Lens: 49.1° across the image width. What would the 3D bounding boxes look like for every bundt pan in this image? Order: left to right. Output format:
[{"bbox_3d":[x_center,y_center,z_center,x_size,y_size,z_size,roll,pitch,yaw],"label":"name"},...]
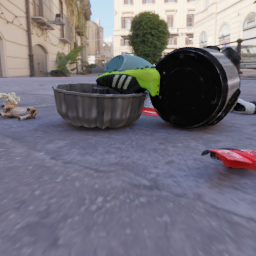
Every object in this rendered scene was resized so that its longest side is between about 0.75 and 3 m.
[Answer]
[{"bbox_3d":[-0.854,-0.718,8.779,2.969,1.114,2.969,3,14,-1],"label":"bundt pan"}]

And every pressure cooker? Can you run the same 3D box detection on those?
[{"bbox_3d":[2.219,-1.341,8.771,2.399,2.437,2.728,4,13,31],"label":"pressure cooker"}]

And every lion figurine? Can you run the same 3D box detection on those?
[{"bbox_3d":[-3.804,-0.591,9.959,1.749,0.634,1.071,17,8,11],"label":"lion figurine"}]

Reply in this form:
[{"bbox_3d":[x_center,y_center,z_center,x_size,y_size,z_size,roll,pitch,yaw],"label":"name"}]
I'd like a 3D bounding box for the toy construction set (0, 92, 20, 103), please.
[{"bbox_3d":[-5.800,-1.312,12.164,1.299,0.912,1.981,-20,-9,33],"label":"toy construction set"}]

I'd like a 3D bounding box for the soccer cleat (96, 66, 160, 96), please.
[{"bbox_3d":[-0.088,-1.272,8.323,2.308,0.935,0.779,3,10,39],"label":"soccer cleat"}]

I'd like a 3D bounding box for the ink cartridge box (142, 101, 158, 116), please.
[{"bbox_3d":[1.223,-0.863,11.304,1.818,0.455,1.463,-8,15,-39],"label":"ink cartridge box"}]

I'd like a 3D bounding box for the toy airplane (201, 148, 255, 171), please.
[{"bbox_3d":[2.210,0.598,4.776,1.950,0.359,1.950,7,2,0],"label":"toy airplane"}]

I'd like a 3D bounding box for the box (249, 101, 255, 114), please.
[{"bbox_3d":[5.257,-0.817,10.946,0.894,0.466,0.662,-7,14,-28],"label":"box"}]

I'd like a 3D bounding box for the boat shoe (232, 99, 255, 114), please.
[{"bbox_3d":[4.322,-0.900,11.173,0.545,0.534,1.530,-1,15,-23],"label":"boat shoe"}]

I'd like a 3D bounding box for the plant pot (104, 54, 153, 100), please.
[{"bbox_3d":[-0.108,-2.201,11.852,2.301,2.301,1.550,14,-19,47],"label":"plant pot"}]
